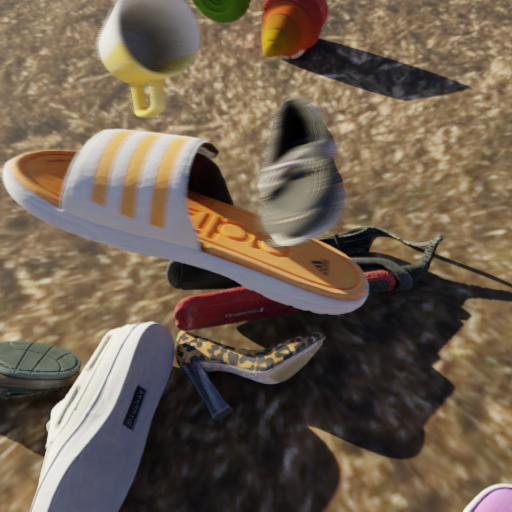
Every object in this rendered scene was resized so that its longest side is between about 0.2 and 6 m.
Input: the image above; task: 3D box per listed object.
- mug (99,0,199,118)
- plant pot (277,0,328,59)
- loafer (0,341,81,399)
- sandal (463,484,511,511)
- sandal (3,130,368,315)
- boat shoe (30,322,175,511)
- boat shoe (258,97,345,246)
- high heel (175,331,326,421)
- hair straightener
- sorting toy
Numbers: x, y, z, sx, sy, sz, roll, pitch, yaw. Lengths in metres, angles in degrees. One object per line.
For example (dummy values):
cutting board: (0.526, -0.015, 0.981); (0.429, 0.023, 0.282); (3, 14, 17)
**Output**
mug: (-1.368, -2.338, 6.425); (1.008, 0.984, 1.228); (3, 68, 56)
plant pot: (0.721, -4.608, 11.161); (1.220, 1.220, 1.080); (14, 63, 11)
loafer: (-3.043, 1.385, 6.624); (1.967, 0.619, 0.707); (7, 20, 1)
sandal: (2.090, 3.246, 4.920); (1.104, 0.667, 2.712); (27, 55, 20)
sandal: (-0.457, -0.551, 5.100); (3.436, 0.985, 1.316); (19, 30, -4)
boat shoe: (-1.782, 1.854, 6.055); (0.913, 0.927, 2.616); (-6, 49, 31)
boat shoe: (0.283, -0.722, 4.309); (0.648, 0.552, 1.938); (-25, 23, 20)
high heel: (-0.109, 1.045, 6.773); (1.678, 0.599, 1.196); (-29, 59, -14)
hair straightener: (0.684, -0.039, 7.475); (3.825, 0.783, 1.472); (-11, 52, -13)
sorting toy: (-0.526, -3.536, 7.973); (2.870, 0.995, 0.988); (25, 54, 3)
